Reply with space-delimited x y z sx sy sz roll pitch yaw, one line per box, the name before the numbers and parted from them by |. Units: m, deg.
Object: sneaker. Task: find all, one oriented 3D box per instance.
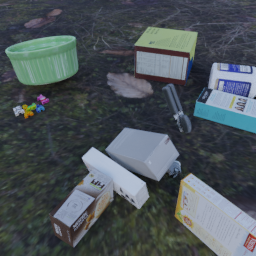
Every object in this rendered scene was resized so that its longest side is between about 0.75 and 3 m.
sneaker | 1.149 1.247 8.387 0.948 0.356 0.547 -2 41 -4

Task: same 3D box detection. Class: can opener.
can opener | 1.699 -0.658 9.451 0.580 1.745 0.459 -11 19 49

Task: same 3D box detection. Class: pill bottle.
pill bottle | 4.509 -1.820 11.318 2.317 1.387 1.387 9 40 11

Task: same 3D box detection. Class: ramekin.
ramekin | -3.486 -2.883 11.851 2.868 1.401 2.868 -6 28 3

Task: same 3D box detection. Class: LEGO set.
LEGO set | -3.739 -0.816 10.695 1.348 0.514 0.553 -29 61 -29

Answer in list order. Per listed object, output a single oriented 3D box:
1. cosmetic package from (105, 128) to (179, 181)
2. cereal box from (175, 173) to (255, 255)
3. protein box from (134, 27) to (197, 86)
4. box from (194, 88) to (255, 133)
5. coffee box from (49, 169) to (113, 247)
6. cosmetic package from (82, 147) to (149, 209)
cosmetic package | 0.353 0.679 7.950 1.037 0.876 1.942 -47 32 -20
cereal box | 2.008 2.170 6.347 0.409 1.487 2.067 -28 48 -31
protein box | 1.763 -3.405 13.059 2.413 1.628 2.395 12 41 14
box | 4.010 -0.624 10.389 2.841 0.698 1.169 18 43 21
coffee box | -1.099 1.961 7.024 0.660 0.948 1.657 23 44 24
cosmetic package | -0.372 1.368 7.799 1.998 0.825 0.506 29 61 32
